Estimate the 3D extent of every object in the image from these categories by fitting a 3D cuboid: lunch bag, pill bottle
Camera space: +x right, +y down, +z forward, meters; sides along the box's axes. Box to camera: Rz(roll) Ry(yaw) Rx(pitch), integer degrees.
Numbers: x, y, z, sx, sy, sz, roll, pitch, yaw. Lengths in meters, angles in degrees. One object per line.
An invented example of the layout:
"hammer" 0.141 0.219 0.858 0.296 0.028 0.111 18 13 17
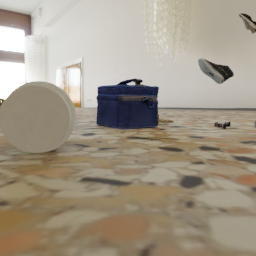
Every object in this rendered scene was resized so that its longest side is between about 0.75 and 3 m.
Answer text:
"lunch bag" -0.029 -1.026 11.467 1.959 1.908 2.884 -4 6 -34
"pill bottle" -1.841 -0.257 5.975 1.416 1.416 2.504 -1 5 -12

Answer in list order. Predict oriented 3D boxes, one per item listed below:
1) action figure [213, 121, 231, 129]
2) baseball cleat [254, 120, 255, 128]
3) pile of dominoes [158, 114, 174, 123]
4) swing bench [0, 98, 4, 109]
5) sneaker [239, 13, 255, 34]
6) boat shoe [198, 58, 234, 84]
"action figure" 3.633 -0.122 10.806 0.506 0.270 0.778 -7 3 -11
"baseball cleat" 4.145 -0.081 8.432 0.949 0.622 1.784 -1 5 -7
"pile of dominoes" 0.932 -0.566 14.550 2.104 0.430 2.699 -2 6 -16
"swing bench" -5.878 -0.723 12.700 1.794 1.170 1.804 1 0 14
"sneaker" 5.045 -4.435 11.816 0.404 1.094 0.434 -20 -24 -34
"boat shoe" 3.589 -2.431 11.513 0.704 0.549 1.551 -27 57 -12
